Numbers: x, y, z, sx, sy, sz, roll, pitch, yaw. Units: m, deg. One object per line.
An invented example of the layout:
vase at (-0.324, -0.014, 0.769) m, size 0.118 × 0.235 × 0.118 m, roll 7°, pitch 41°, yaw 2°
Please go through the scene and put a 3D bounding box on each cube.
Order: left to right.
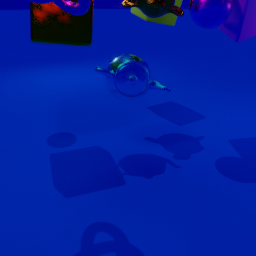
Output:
cube at (-1.616, -2.688, 6.686) m, size 1.354 × 1.354 × 1.354 m, roll -1°, pitch 15°, yaw -18°
cube at (1.018, -4.441, 9.835) m, size 1.234 × 1.234 × 1.234 m, roll -2°, pitch 34°, yaw -30°
cube at (3.046, -3.303, 7.180) m, size 1.357 × 1.357 × 1.357 m, roll -24°, pitch 54°, yaw -10°

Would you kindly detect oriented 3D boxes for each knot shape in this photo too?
knot shape at (-1.163, -2.389, 4.374) m, size 1.282 × 1.370 × 0.633 m, roll -2°, pitch 64°, yaw -28°

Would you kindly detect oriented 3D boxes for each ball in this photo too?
ball at (1.961, -2.884, 6.658) m, size 1.001 × 1.001 × 1.001 m, roll 0°, pitch 25°, yaw 0°

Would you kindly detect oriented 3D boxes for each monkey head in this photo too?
monkey head at (0.747, -3.462, 7.714) m, size 1.828 × 1.101 × 1.315 m, roll 9°, pitch 59°, yaw -2°

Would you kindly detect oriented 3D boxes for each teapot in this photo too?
teapot at (0.105, -1.168, 6.733) m, size 1.841 × 1.145 × 0.901 m, roll 13°, pitch 12°, yaw -13°
